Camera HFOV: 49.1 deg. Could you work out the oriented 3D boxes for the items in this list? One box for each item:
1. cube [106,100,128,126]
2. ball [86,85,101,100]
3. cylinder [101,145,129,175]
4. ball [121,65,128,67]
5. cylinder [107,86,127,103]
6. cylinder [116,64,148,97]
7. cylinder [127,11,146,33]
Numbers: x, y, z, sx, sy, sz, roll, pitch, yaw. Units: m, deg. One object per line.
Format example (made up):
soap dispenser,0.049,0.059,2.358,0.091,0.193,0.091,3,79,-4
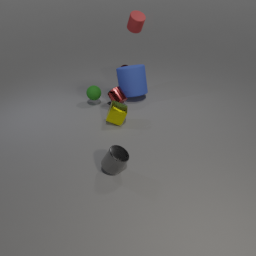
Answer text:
cube,-0.469,-0.628,11.813,0.700,0.700,0.700,21,29,-11
ball,-1.605,-1.653,13.177,0.700,0.700,0.700,0,31,0
cylinder,-0.417,1.030,9.050,0.700,0.700,0.700,22,36,-17
ball,-0.170,-3.365,16.442,0.700,0.700,0.700,0,31,0
cylinder,-0.494,-1.473,13.085,0.700,0.700,0.700,-29,83,-38
cylinder,0.207,-2.340,13.851,1.400,1.400,1.400,-8,16,2
cylinder,0.359,-4.726,12.496,0.700,0.700,0.700,7,59,-11
